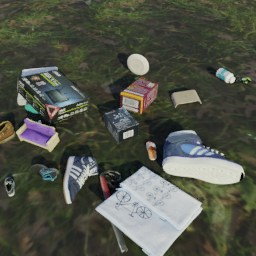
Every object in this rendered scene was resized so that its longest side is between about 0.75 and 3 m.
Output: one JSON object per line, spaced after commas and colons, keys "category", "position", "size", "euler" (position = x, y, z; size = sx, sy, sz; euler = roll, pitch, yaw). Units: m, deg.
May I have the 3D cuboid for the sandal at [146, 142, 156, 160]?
{"category": "sandal", "position": [0.909, 0.785, 10.488], "size": [0.356, 0.266, 0.929], "euler": [-4, 41, -5]}

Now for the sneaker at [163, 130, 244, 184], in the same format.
{"category": "sneaker", "position": [2.607, 0.787, 9.840], "size": [2.708, 1.091, 1.983], "euler": [5, 45, 14]}

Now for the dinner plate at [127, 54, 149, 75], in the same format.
{"category": "dinner plate", "position": [0.494, -3.216, 14.344], "size": [1.195, 1.195, 0.145], "euler": [15, 46, 17]}

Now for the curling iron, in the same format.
{"category": "curling iron", "position": [-0.388, 2.385, 8.570], "size": [0.702, 0.362, 2.834], "euler": [-7, 41, -8]}

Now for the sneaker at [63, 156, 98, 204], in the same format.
{"category": "sneaker", "position": [-1.515, 1.615, 9.234], "size": [1.028, 0.664, 1.895], "euler": [-3, 38, -1]}

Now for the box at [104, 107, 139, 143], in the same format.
{"category": "box", "position": [-0.282, -0.137, 11.238], "size": [0.940, 0.678, 1.267], "euler": [-20, 45, -22]}

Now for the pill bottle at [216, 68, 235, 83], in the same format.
{"category": "pill bottle", "position": [4.978, -2.636, 14.249], "size": [0.516, 0.516, 0.932], "euler": [-21, 45, -23]}

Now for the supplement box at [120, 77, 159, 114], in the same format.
{"category": "supplement box", "position": [0.534, -1.484, 12.551], "size": [1.030, 0.799, 1.866], "euler": [19, 38, 21]}

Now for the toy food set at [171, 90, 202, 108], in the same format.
{"category": "toy food set", "position": [2.670, -1.311, 12.905], "size": [1.214, 0.367, 0.871], "euler": [-10, 42, 2]}

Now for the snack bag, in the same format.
{"category": "snack bag", "position": [0.628, 2.346, 8.359], "size": [2.399, 0.272, 2.545], "euler": [32, 40, 28]}

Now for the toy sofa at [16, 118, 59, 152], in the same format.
{"category": "toy sofa", "position": [-3.464, 0.256, 10.701], "size": [1.544, 0.753, 0.639], "euler": [18, 50, 19]}

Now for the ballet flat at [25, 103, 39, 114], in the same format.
{"category": "ballet flat", "position": [-3.771, -0.821, 12.251], "size": [1.384, 0.470, 0.473], "euler": [16, 33, 3]}

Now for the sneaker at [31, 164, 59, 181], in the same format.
{"category": "sneaker", "position": [-2.894, 1.521, 9.562], "size": [1.012, 0.370, 0.414], "euler": [8, 42, 10]}

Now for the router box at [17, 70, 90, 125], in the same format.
{"category": "router box", "position": [-3.220, -1.426, 12.093], "size": [2.594, 0.806, 1.944], "euler": [40, 42, 25]}

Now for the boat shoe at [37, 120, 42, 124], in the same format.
{"category": "boat shoe", "position": [-3.709, 0.024, 11.375], "size": [0.304, 0.320, 0.888], "euler": [-1, 51, -3]}

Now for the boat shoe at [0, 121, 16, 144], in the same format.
{"category": "boat shoe", "position": [-5.270, 0.421, 10.582], "size": [0.730, 0.689, 2.028], "euler": [24, 46, 25]}

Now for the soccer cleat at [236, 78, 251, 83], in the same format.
{"category": "soccer cleat", "position": [5.837, -2.374, 14.141], "size": [0.819, 0.276, 0.332], "euler": [-11, 44, -16]}

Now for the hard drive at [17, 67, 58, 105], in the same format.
{"category": "hard drive", "position": [-4.365, -2.142, 13.792], "size": [1.792, 0.357, 2.717], "euler": [-7, 42, -8]}

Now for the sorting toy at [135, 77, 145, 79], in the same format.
{"category": "sorting toy", "position": [0.705, -2.472, 14.115], "size": [0.490, 0.119, 0.870], "euler": [33, 29, 35]}

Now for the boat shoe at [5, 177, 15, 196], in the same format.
{"category": "boat shoe", "position": [-3.895, 1.873, 9.225], "size": [0.281, 0.277, 0.781], "euler": [-20, 45, -21]}
